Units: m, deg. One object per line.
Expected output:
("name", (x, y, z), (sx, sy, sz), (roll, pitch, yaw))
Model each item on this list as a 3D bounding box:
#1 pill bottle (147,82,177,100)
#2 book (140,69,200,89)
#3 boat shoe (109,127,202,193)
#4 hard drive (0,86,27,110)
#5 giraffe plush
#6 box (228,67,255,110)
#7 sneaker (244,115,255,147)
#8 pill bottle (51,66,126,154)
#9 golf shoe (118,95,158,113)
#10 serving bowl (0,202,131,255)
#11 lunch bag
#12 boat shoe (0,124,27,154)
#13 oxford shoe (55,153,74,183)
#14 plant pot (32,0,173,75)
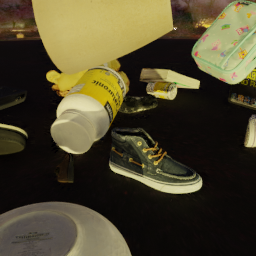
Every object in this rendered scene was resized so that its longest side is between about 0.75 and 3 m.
("pill bottle", (1.434, -1.645, 12.113), (1.214, 0.675, 0.675), (15, 26, 34))
("book", (1.828, -2.209, 12.677), (1.655, 0.595, 2.478), (12, 4, -25))
("boat shoe", (0.510, 0.631, 5.942), (2.165, 0.983, 0.766), (12, 25, 28))
("hard drive", (-5.419, -1.091, 10.887), (1.711, 0.537, 2.537), (13, 25, 29))
("giraffe plush", (-1.474, -1.756, 10.022), (2.224, 2.366, 2.742), (-30, 1, 15))
("box", (5.104, -1.732, 10.123), (0.635, 2.296, 2.866), (-14, 26, -29))
("sneaker", (3.896, 0.082, 7.767), (1.105, 0.703, 1.939), (15, 26, 26))
("pill bottle", (-1.078, -0.543, 7.876), (1.470, 1.470, 2.642), (6, 39, 15))
("golf shoe", (0.257, -0.874, 10.462), (1.663, 0.647, 0.786), (-2, 1, -4))
("serving bowl", (-1.132, 1.697, 3.499), (2.497, 0.821, 2.497), (0, 23, 0))
("lunch bag", (2.573, -2.040, 6.533), (0.730, 1.894, 1.519), (36, 6, -46))
("boat shoe", (-3.882, 0.475, 6.531), (2.919, 1.068, 0.915), (-1, 51, -24))
("oxford shoe", (-1.415, 0.852, 6.242), (0.423, 0.364, 1.002), (-4, 22, -6))
("plant pot", (-0.238, -1.782, 4.283), (1.761, 1.649, 1.649), (-7, 20, 12))
